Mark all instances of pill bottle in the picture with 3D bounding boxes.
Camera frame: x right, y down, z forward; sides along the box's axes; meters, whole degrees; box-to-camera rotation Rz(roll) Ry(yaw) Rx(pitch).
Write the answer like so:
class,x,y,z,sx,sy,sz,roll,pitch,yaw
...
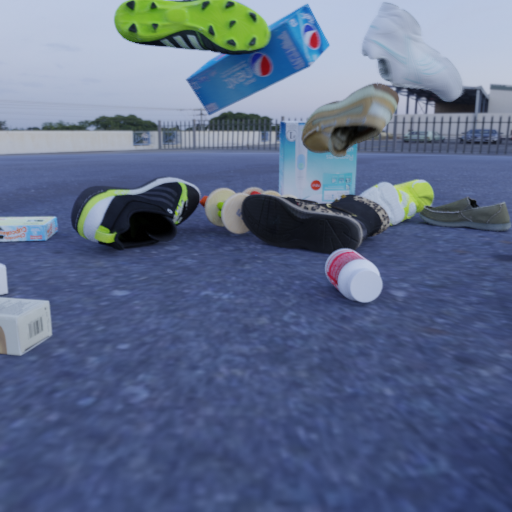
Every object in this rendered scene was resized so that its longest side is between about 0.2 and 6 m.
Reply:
class,x,y,z,sx,sy,sz,roll,pitch,yaw
pill bottle,1.382,0.288,7.909,0.594,0.594,1.058,-2,13,-8

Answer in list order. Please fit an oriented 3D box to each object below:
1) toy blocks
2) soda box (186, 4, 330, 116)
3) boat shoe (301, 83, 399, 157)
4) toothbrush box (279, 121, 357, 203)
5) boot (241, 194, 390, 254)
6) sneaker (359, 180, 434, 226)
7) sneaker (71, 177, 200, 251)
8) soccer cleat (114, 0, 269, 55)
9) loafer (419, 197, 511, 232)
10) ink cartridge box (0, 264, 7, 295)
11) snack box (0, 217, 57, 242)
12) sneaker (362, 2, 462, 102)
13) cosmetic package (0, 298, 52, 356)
class,x,y,z,sx,sy,sz,roll,pitch,yaw
toy blocks,-0.385,-1.162,13.229,2.071,0.902,2.485,-1,12,-28
soda box,-0.037,-4.382,12.769,3.287,1.055,1.115,-10,33,44
boat shoe,1.638,-2.448,11.098,0.981,1.042,2.737,25,-16,-18
toothbrush box,1.499,-2.098,13.976,1.807,2.468,1.053,0,16,-3
boot,1.277,-0.793,11.622,2.734,1.000,2.058,13,19,33
sneaker,3.196,-1.244,14.196,2.788,1.056,1.465,-10,-1,-37
sneaker,-2.134,-0.693,11.623,1.514,1.311,3.655,31,27,22
soccer cleat,-1.274,-4.591,11.230,3.055,1.031,1.238,1,9,-13
loafer,4.970,-1.062,13.362,2.119,0.738,0.797,8,16,32
ink cartridge box,-4.151,0.373,7.902,1.017,0.429,0.743,-12,18,-41
snack box,-5.441,-0.575,12.079,2.004,0.372,1.164,-2,13,-7
sneaker,2.859,-3.524,10.411,2.541,1.018,0.894,28,13,-34
cosmetic package,-3.013,0.753,6.248,1.240,0.441,0.652,3,13,13
